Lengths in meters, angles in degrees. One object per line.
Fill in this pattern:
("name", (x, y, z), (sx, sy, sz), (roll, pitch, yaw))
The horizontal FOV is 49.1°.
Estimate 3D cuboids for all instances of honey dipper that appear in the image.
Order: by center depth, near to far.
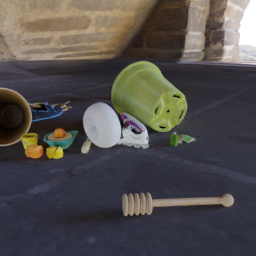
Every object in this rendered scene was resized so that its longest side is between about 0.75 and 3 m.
("honey dipper", (1.122, 1.604, 6.110), (2.473, 0.470, 0.470), (-1, 18, -10))

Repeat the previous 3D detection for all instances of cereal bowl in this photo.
("cereal bowl", (-0.988, -0.034, 9.342), (1.551, 1.551, 0.646), (17, 31, 42))

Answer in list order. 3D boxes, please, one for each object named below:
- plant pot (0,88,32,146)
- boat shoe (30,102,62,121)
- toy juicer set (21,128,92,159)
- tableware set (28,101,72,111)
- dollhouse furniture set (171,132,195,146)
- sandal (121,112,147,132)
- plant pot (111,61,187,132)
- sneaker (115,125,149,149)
("plant pot", (-4.509, -0.414, 10.422), (1.964, 1.964, 2.107), (-4, 4, -13))
("boat shoe", (-3.863, -0.809, 13.085), (0.822, 0.670, 1.953), (12, 21, 32))
("toy juicer set", (-2.206, 0.426, 9.275), (2.499, 0.680, 1.590), (-6, 19, -19))
("tableware set", (-4.155, -1.164, 14.600), (2.056, 0.412, 1.359), (4, 18, 13))
("dollhouse furniture set", (1.936, 0.310, 10.075), (1.048, 0.405, 0.524), (-15, 24, -38))
("sandal", (0.088, -0.175, 11.362), (0.455, 0.754, 1.853), (-41, 30, -12))
("plant pot", (1.037, -1.139, 11.695), (2.675, 2.675, 2.459), (-10, 32, -29))
("sneaker", (-0.085, 0.223, 9.830), (1.696, 0.751, 0.628), (4, 20, 17))
